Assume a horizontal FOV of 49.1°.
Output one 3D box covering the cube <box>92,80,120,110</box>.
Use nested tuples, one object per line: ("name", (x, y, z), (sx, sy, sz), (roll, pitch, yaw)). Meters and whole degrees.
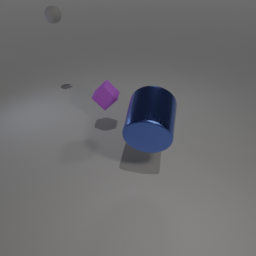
("cube", (-0.827, -1.237, 10.503), (0.700, 0.700, 0.700), (-38, 21, 25))

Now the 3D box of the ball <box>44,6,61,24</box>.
("ball", (-3.166, -4.769, 11.799), (0.700, 0.700, 0.700), (0, 31, 0))

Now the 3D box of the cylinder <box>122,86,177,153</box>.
("cylinder", (0.645, -0.243, 8.024), (1.400, 1.400, 1.400), (6, 51, 9))
